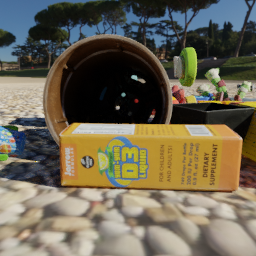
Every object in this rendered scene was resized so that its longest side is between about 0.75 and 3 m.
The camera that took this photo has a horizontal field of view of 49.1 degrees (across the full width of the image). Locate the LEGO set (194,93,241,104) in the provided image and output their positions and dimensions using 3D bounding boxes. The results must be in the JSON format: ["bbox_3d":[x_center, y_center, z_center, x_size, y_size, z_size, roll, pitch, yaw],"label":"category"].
[{"bbox_3d":[2.670,-0.418,8.396,1.215,1.129,2.961,1,13,6],"label":"LEGO set"}]

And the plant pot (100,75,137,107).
[{"bbox_3d":[-0.407,-1.445,9.201,1.825,1.825,1.229,8,-10,35],"label":"plant pot"}]

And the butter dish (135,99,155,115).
[{"bbox_3d":[0.778,-1.160,12.226,1.412,1.044,1.408,2,11,14],"label":"butter dish"}]

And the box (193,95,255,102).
[{"bbox_3d":[4.060,-0.826,10.677,2.786,0.711,2.197,1,8,-17],"label":"box"}]

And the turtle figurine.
[{"bbox_3d":[3.389,-0.884,9.107,2.184,2.117,1.572,-30,-29,0],"label":"turtle figurine"}]

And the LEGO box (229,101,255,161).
[{"bbox_3d":[3.605,0.161,5.458,2.147,1.113,2.883,-1,11,-7],"label":"LEGO box"}]

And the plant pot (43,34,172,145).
[{"bbox_3d":[-0.203,-0.558,6.408,2.501,2.501,2.476,2,4,11],"label":"plant pot"}]

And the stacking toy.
[{"bbox_3d":[1.328,-1.263,9.214,1.181,2.530,2.795,-1,8,-4],"label":"stacking toy"}]

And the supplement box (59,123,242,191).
[{"bbox_3d":[0.319,0.447,4.605,2.763,0.919,0.951,1,14,6],"label":"supplement box"}]

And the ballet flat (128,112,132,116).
[{"bbox_3d":[-0.291,-0.166,8.632,0.718,0.760,2.256,-34,23,-18],"label":"ballet flat"}]

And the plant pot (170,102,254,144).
[{"bbox_3d":[1.670,0.083,5.877,1.268,1.124,1.265,-6,13,-25],"label":"plant pot"}]

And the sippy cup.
[{"bbox_3d":[-2.602,0.303,6.075,0.667,0.910,0.715,9,-19,-13],"label":"sippy cup"}]
